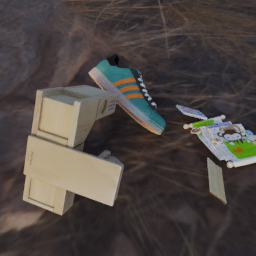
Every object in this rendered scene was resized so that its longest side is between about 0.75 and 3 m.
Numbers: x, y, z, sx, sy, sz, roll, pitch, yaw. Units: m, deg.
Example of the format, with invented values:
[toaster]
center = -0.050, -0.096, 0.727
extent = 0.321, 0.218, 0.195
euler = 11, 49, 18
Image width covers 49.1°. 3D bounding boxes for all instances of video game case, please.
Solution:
[video game case]
center = 1.827, -0.454, 8.053
extent = 0.786, 0.071, 0.563
euler = 12, 22, -23

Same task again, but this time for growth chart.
[growth chart]
center = 2.669, 0.290, 7.418
extent = 1.528, 0.187, 2.111
euler = -17, 37, -16

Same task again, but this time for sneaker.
[sneaker]
center = 0.161, -1.047, 7.862
extent = 1.117, 0.998, 2.795
euler = -45, 74, -3

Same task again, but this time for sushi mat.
[sushi mat]
center = 2.038, 1.184, 6.461
extent = 0.520, 0.066, 1.086
euler = 35, 36, -15

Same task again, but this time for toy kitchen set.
[toy kitchen set]
center = -0.812, 0.493, 6.555
extent = 2.040, 2.501, 2.256
euler = 17, 16, 13
